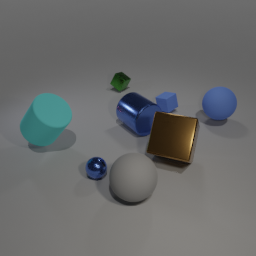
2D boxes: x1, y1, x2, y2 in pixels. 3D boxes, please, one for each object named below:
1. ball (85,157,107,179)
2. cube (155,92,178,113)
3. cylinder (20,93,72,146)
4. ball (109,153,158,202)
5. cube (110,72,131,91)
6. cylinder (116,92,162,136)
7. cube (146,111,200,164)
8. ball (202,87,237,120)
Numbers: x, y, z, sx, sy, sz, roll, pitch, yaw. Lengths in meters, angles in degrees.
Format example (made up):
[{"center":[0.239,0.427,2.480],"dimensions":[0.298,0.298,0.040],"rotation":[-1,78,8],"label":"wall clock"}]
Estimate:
[{"center":[-1.022,1.274,9.025],"dimensions":[0.700,0.700,0.700],"rotation":[0,31,0],"label":"ball"},{"center":[1.812,-1.212,13.044],"dimensions":[0.700,0.700,0.700],"rotation":[-32,30,-31],"label":"cube"},{"center":[-2.896,-0.276,9.871],"dimensions":[1.400,1.400,1.400],"rotation":[23,47,-27],"label":"cylinder"},{"center":[0.157,1.411,8.075],"dimensions":[1.400,1.400,1.400],"rotation":[0,31,0],"label":"ball"},{"center":[-0.396,-2.510,15.070],"dimensions":[0.700,0.700,0.700],"rotation":[39,32,13],"label":"cube"},{"center":[0.450,-0.593,11.524],"dimensions":[1.400,1.400,1.400],"rotation":[-19,36,-29],"label":"cylinder"},{"center":[1.563,0.350,9.444],"dimensions":[1.400,1.400,1.400],"rotation":[11,-6,18],"label":"cube"},{"center":[3.845,-1.037,11.802],"dimensions":[1.400,1.400,1.400],"rotation":[0,31,0],"label":"ball"}]
